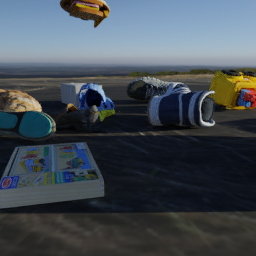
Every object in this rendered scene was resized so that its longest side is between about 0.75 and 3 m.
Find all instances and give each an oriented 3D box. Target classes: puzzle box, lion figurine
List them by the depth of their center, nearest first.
[{"bbox_3d":[-1.097,0.570,4.038,1.212,0.232,1.822,-4,13,-15],"label":"puzzle box"},{"bbox_3d":[-3.190,-0.575,7.799,1.636,0.968,2.671,10,4,-16],"label":"lion figurine"}]

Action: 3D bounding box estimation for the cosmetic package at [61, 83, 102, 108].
[{"bbox_3d":[-2.012,-1.418,11.838,1.157,0.977,2.166,-5,10,-26],"label":"cosmetic package"}]

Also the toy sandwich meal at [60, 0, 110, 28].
[{"bbox_3d":[-1.456,-3.959,9.589,1.902,0.651,1.902,5,0,0],"label":"toy sandwich meal"}]

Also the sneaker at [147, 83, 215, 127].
[{"bbox_3d":[1.799,-0.717,8.093,1.596,1.031,2.942,0,18,26],"label":"sneaker"}]

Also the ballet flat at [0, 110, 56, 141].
[{"bbox_3d":[-2.271,-0.050,6.190,1.921,0.647,0.612,8,-16,23],"label":"ballet flat"}]

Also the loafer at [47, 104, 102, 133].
[{"bbox_3d":[-1.452,-0.309,7.186,1.792,0.648,0.652,5,14,25],"label":"loafer"}]

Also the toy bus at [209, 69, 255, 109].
[{"bbox_3d":[4.503,-1.332,10.723,2.090,1.418,2.006,-1,25,-18],"label":"toy bus"}]

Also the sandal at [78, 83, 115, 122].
[{"bbox_3d":[-0.976,-0.867,8.816,1.011,1.107,2.543,-1,10,2],"label":"sandal"}]

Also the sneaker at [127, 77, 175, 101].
[{"bbox_3d":[1.555,-1.699,12.768,2.998,1.125,1.732,-3,14,-19],"label":"sneaker"}]
